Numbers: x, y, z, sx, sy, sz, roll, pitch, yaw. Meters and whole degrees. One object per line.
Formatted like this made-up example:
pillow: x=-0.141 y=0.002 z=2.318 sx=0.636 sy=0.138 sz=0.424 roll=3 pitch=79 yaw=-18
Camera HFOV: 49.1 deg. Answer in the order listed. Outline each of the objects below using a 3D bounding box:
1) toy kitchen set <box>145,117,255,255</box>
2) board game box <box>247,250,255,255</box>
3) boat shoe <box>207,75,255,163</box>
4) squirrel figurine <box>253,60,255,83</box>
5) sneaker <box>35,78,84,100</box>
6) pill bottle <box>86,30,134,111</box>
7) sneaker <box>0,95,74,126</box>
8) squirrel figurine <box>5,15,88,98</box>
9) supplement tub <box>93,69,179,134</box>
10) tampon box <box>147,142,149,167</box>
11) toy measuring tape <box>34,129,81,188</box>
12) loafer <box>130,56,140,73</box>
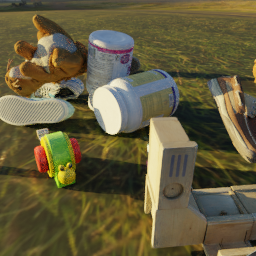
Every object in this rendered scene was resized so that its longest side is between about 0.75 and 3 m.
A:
toy kitchen set: x=1.512 y=1.103 z=4.138 sx=2.219 sy=2.002 sz=1.810 roll=-2 pitch=29 yaw=-6
board game box: x=1.319 y=2.289 z=3.100 sx=1.698 sy=0.524 sz=1.699 roll=-10 pitch=49 yaw=-8
boat shoe: x=2.824 y=-0.413 z=6.990 sx=0.981 sy=1.035 sz=2.734 roll=-23 pitch=50 yaw=17
squirrel figurine: x=6.213 y=-2.382 z=11.460 sx=1.988 sy=1.507 sz=2.130 roll=4 pitch=24 yaw=22
sneaker: x=-2.831 y=-1.424 z=10.258 sx=2.312 sy=0.867 sz=1.002 roll=0 pitch=33 yaw=1
pill bottle: x=-0.627 y=-1.730 z=8.931 sx=1.355 sy=2.390 sz=1.355 roll=7 pitch=35 yaw=-5
sneaker: x=-2.827 y=-0.512 z=8.669 sx=2.478 sy=0.916 sz=1.015 roll=7 pitch=5 yaw=15
squirrel figurine: x=-2.542 y=-1.895 z=9.062 sx=1.850 sy=2.440 sz=2.614 roll=57 pitch=25 yaw=12
supplement tub: x=0.240 y=-0.768 z=8.160 sx=2.157 sy=1.569 sz=1.569 roll=-21 pitch=34 yaw=-34
tampon box: x=0.811 y=0.782 z=6.144 sx=0.579 sy=0.688 sz=0.918 roll=-6 pitch=28 yaw=-12
toy measuring tape: x=-1.800 y=0.358 z=6.667 sx=1.037 sy=1.037 sz=2.820 roll=-13 pitch=30 yaw=-23
loafer: x=-0.637 y=-3.159 z=13.391 sx=2.511 sy=0.950 sz=0.857 roll=4 pitch=34 yaw=9
